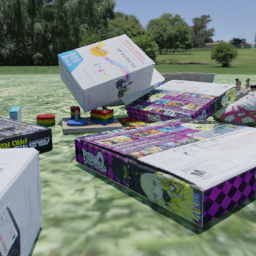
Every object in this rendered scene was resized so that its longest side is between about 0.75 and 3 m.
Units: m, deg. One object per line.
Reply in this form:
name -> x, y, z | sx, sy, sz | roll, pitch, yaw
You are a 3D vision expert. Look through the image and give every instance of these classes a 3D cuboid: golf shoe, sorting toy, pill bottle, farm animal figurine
golf shoe -> 3.178, -0.492, 7.105 | 0.855, 1.085, 2.355 | -11, 16, -37
sorting toy -> -0.906, -0.284, 7.432 | 2.992, 0.506, 1.442 | -2, 13, -13
pill bottle -> 0.682, -1.614, 11.209 | 1.423, 1.423, 2.535 | 4, 13, 17
farm animal figurine -> 4.429, -0.699, 7.890 | 2.399, 1.265, 2.426 | -9, 23, -6

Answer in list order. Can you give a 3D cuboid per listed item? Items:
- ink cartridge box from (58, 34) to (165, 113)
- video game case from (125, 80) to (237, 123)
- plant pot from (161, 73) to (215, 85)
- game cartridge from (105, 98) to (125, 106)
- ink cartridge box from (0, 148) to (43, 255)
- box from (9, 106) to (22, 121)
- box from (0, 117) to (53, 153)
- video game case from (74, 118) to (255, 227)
ink cartridge box -> -0.369, -1.680, 7.886 | 2.716, 0.921, 1.564 | -25, 58, -23
video game case -> 1.441, -0.739, 7.861 | 2.119, 0.419, 2.338 | -31, 29, -31
plant pot -> 2.170, -1.326, 10.202 | 1.479, 1.309, 1.477 | 9, 16, 37
game cartridge -> -1.059, -1.204, 11.851 | 1.334, 0.395, 2.057 | -4, 13, -34
ink cartridge box -> -1.527, 0.832, 1.786 | 1.477, 0.852, 2.036 | -1, 13, -4
box -> -3.305, -0.397, 8.242 | 0.220, 0.368, 0.895 | -3, 13, -14
box -> -2.727, 0.212, 5.412 | 2.031, 0.450, 1.627 | 10, 17, 37
video game case -> 1.005, 0.373, 4.546 | 2.849, 0.510, 2.582 | -11, 17, -39
